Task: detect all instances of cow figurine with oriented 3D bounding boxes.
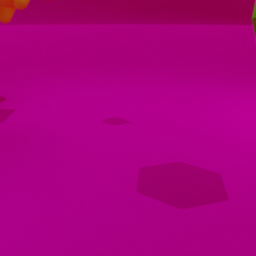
[{"bbox_3d":[-2.394,-3.264,5.905,0.927,1.661,1.688,22,-23,-39],"label":"cow figurine"}]

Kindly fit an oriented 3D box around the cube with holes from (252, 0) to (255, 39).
[{"bbox_3d":[2.434,-1.491,3.958,1.018,1.018,1.018,-2,48,34],"label":"cube with holes"}]
